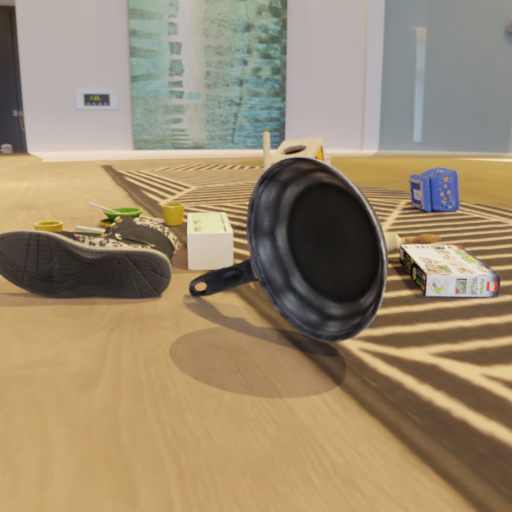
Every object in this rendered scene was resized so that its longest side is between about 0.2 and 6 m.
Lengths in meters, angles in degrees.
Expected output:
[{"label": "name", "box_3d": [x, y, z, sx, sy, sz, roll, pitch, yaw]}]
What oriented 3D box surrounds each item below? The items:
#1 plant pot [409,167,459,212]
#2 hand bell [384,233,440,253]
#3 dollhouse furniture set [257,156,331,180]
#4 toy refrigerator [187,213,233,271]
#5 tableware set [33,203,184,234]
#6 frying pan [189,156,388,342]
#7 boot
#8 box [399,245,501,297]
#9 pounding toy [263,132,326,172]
[{"label": "plant pot", "box_3d": [5.469, -2.012, 17.378, 1.134, 1.262, 1.262, -10, 16, -8]}, {"label": "hand bell", "box_3d": [3.023, -0.285, 11.179, 1.257, 0.655, 0.655, -4, 13, 8]}, {"label": "dollhouse furniture set", "box_3d": [1.433, -2.868, 20.191, 2.288, 1.489, 2.102, 7, 15, 25]}, {"label": "toy refrigerator", "box_3d": [-0.985, -0.385, 11.583, 0.872, 0.804, 2.298, -1, 14, -6]}, {"label": "tableware set", "box_3d": [-3.475, -0.816, 13.672, 2.860, 0.652, 4.246, 10, 17, 35]}, {"label": "frying pan", "box_3d": [0.426, 0.329, 7.497, 0.628, 3.859, 2.334, -19, 68, -36]}, {"label": "boot", "box_3d": [-2.769, -0.077, 9.775, 2.908, 1.064, 2.190, 4, 15, 0]}, {"label": "box", "box_3d": [3.369, 0.219, 10.019, 1.197, 0.377, 2.174, 1, 14, 3]}, {"label": "pounding toy", "box_3d": [1.032, -2.091, 14.534, 1.309, 2.513, 2.860, -1, 30, 21]}]
